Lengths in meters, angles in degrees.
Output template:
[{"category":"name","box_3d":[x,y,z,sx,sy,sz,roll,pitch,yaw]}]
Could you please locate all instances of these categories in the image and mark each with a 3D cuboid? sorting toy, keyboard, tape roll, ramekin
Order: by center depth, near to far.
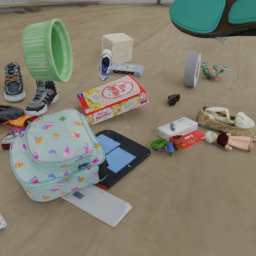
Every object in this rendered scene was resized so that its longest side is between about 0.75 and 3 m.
[{"category":"keyboard","box_3d":[-1.147,1.602,6.863,2.554,0.136,0.719,19,41,30]},{"category":"ramekin","box_3d":[-2.037,-1.933,7.170,0.767,1.570,1.570,-3,30,7]},{"category":"sorting toy","box_3d":[1.235,0.560,8.407,1.055,0.433,0.634,-14,17,4]},{"category":"tape roll","box_3d":[2.919,-2.637,12.702,0.494,1.495,1.495,11,32,19]}]

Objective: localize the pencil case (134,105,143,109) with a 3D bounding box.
[{"category":"pencil case","box_3d":[0.354,-1.210,11.261,0.535,0.512,1.237,-14,28,14]}]

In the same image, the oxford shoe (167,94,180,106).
[{"category":"oxford shoe","box_3d":[1.764,-1.134,11.346,0.404,0.348,0.958,7,22,29]}]

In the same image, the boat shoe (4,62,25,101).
[{"category":"boat shoe","box_3d":[-4.975,-2.025,12.072,0.841,1.079,2.376,-10,32,-17]}]

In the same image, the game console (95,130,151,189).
[{"category":"game console","box_3d":[-0.612,0.782,8.045,1.820,0.319,2.058,22,37,32]}]

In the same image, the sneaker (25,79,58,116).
[{"category":"sneaker","box_3d":[-3.391,-1.309,10.771,0.768,1.158,2.034,7,31,12]}]

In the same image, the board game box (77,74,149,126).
[{"category":"board game box","box_3d":[-0.620,-1.096,10.500,2.328,0.539,1.763,-22,35,-8]}]

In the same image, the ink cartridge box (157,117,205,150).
[{"category":"ink cartridge box","box_3d":[1.815,0.141,9.161,1.320,0.295,1.163,-21,35,-31]}]

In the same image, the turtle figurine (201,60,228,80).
[{"category":"turtle figurine","box_3d":[4.109,-2.829,13.705,1.267,0.852,1.692,17,18,5]}]

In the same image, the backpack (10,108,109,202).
[{"category":"backpack","box_3d":[-1.721,0.651,6.725,2.092,1.604,1.839,-24,57,-10]}]

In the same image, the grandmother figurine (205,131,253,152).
[{"category":"grandmother figurine","box_3d":[3.091,0.370,8.678,1.394,0.422,0.845,11,23,13]}]

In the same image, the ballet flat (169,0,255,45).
[{"category":"ballet flat","box_3d":[1.959,-1.993,5.228,0.942,0.936,2.754,21,5,-41]}]

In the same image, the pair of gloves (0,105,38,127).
[{"category":"pair of gloves","box_3d":[-4.677,-0.069,9.183,2.447,0.340,2.746,11,35,27]}]

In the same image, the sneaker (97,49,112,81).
[{"category":"sneaker","box_3d":[-0.873,-2.170,10.031,0.472,1.254,0.553,7,41,-5]}]

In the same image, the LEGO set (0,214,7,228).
[{"category":"LEGO set","box_3d":[-3.930,2.132,5.818,2.243,0.550,1.675,-13,29,-39]}]

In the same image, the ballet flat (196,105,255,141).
[{"category":"ballet flat","box_3d":[3.385,-0.219,9.278,2.363,0.771,0.833,16,41,26]}]

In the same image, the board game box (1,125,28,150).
[{"category":"board game box","box_3d":[-2.863,0.264,8.989,1.962,0.317,1.178,-1,26,-2]}]

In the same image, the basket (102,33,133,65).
[{"category":"basket","box_3d":[-0.574,-4.500,15.978,1.480,1.466,1.190,-17,39,-28]}]

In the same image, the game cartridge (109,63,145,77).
[{"category":"game cartridge","box_3d":[-0.080,-3.058,14.606,1.797,0.373,1.197,8,35,13]}]
